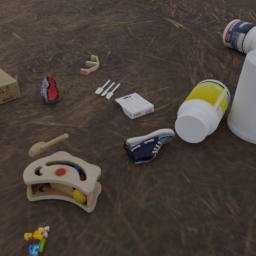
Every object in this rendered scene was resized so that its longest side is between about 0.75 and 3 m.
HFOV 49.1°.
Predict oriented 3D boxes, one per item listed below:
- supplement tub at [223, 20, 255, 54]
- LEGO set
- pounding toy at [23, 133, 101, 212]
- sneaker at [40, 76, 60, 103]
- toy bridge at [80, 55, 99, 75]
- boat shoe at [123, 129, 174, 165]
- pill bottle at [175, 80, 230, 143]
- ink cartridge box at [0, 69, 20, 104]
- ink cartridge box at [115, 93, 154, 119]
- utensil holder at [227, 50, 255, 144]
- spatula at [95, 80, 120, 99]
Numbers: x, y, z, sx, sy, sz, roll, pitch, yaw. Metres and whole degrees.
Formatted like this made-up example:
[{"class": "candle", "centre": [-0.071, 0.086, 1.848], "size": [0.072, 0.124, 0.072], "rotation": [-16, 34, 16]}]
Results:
[{"class": "supplement tub", "centre": [6.439, -4.921, 15.284], "size": [1.497, 1.497, 2.133], "rotation": [-20, 41, -25]}, {"class": "LEGO set", "centre": [-2.090, 2.543, 6.186], "size": [0.414, 0.384, 1.008], "rotation": [1, 35, 1]}, {"class": "pounding toy", "centre": [-1.870, 1.091, 7.244], "size": [2.499, 1.434, 1.429], "rotation": [20, 37, 24]}, {"class": "sneaker", "centre": [-3.218, -1.409, 11.388], "size": [0.597, 0.720, 1.506], "rotation": [24, 32, -34]}, {"class": "toy bridge", "centre": [-1.768, -3.155, 13.957], "size": [0.637, 0.258, 1.895], "rotation": [9, 37, 7]}, {"class": "boat shoe", "centre": [0.782, 0.612, 8.690], "size": [1.733, 0.647, 0.803], "rotation": [-16, 51, -15]}, {"class": "pill bottle", "centre": [2.523, -0.580, 9.548], "size": [1.369, 1.369, 2.436], "rotation": [19, 40, 23]}, {"class": "ink cartridge box", "centre": [-5.773, -1.520, 11.284], "size": [2.150, 0.808, 1.772], "rotation": [-29, 44, -32]}, {"class": "ink cartridge box", "centre": [0.231, -0.876, 10.891], "size": [1.028, 0.320, 1.277], "rotation": [-21, 37, -25]}, {"class": "utensil holder", "centre": [4.646, -1.054, 9.223], "size": [2.157, 2.539, 2.157], "rotation": [1, 36, -1]}, {"class": "spatula", "centre": [-0.838, -1.675, 11.852], "size": [0.699, 0.081, 1.006], "rotation": [24, 56, 19]}]
